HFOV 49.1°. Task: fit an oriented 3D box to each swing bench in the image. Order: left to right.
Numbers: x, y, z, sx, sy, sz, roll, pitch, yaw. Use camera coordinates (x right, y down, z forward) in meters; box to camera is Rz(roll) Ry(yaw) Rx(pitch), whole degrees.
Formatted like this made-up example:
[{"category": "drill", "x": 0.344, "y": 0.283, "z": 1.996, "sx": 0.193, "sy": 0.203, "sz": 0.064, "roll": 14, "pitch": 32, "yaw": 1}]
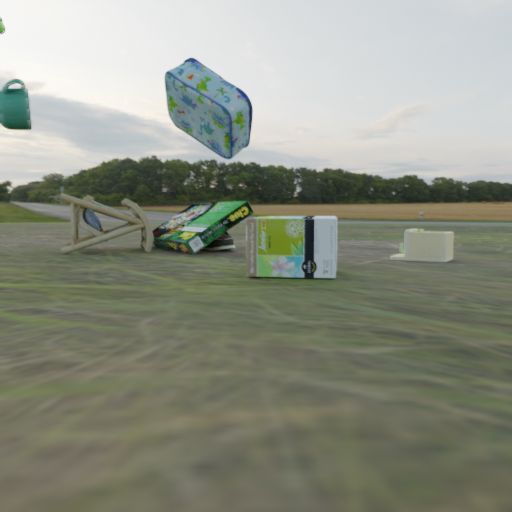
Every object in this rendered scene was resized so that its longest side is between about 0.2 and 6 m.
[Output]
[{"category": "swing bench", "x": -3.234, "y": -0.702, "z": 12.209, "sx": 1.868, "sy": 1.212, "sz": 1.858, "roll": -1, "pitch": 4, "yaw": -16}]

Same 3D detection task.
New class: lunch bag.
[{"category": "lunch bag", "x": -0.990, "y": -2.992, "z": 11.552, "sx": 1.972, "sy": 1.585, "sz": 0.813, "roll": 36, "pitch": 61, "yaw": 22}]

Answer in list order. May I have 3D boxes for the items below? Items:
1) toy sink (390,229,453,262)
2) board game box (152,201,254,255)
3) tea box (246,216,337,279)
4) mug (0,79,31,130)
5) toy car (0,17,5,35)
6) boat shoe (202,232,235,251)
[{"category": "toy sink", "x": 2.922, "y": -0.198, "z": 9.889, "sx": 0.971, "sy": 0.544, "sz": 0.633, "roll": 3, "pitch": 5, "yaw": 31}, {"category": "board game box", "x": -1.400, "y": -0.688, "z": 12.654, "sx": 1.633, "sy": 0.366, "sz": 3.117, "roll": -33, "pitch": 18, "yaw": -20}, {"category": "tea box", "x": 0.510, "y": -0.143, "z": 7.559, "sx": 1.160, "sy": 0.788, "sz": 1.180, "roll": 0, "pitch": 5, "yaw": 8}, {"category": "mug", "x": -4.567, "y": -2.832, "z": 10.518, "sx": 0.574, "sy": 0.928, "sz": 0.762, "roll": -6, "pitch": 15, "yaw": -20}, {"category": "toy car", "x": -4.452, "y": -4.060, "z": 9.215, "sx": 0.204, "sy": 0.862, "sz": 0.916, "roll": -26, "pitch": 19, "yaw": 42}, {"category": "boat shoe", "x": -0.969, "y": -0.418, "z": 12.639, "sx": 0.656, "sy": 0.554, "sz": 1.840, "roll": -3, "pitch": 5, "yaw": -23}]
